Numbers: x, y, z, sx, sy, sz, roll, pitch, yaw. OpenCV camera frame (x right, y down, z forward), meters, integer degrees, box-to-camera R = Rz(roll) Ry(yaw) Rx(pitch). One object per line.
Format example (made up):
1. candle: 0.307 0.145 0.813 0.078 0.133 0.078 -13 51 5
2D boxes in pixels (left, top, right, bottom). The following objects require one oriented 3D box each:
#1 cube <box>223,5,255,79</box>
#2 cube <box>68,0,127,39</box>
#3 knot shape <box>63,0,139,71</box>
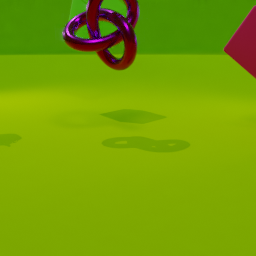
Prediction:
1. cube: 3.292 -2.054 6.442 1.268 1.268 1.268 -34 74 -31
2. cube: -0.962 -3.439 8.827 1.243 1.243 1.243 41 48 12
3. knot shape: -0.423 -2.105 6.262 1.848 1.729 0.854 -32 1 12
